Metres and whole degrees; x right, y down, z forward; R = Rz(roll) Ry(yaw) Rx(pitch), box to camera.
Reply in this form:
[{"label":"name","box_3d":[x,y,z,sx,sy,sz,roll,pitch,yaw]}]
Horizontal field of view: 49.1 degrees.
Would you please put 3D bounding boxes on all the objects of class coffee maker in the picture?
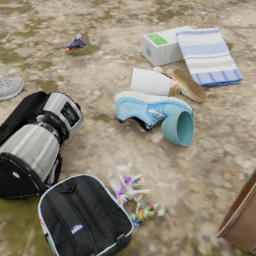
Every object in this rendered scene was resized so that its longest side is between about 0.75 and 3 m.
[{"label":"coffee maker","box_3d":[-2.834,0.337,7.485,2.615,1.833,2.722,6,40,13]}]

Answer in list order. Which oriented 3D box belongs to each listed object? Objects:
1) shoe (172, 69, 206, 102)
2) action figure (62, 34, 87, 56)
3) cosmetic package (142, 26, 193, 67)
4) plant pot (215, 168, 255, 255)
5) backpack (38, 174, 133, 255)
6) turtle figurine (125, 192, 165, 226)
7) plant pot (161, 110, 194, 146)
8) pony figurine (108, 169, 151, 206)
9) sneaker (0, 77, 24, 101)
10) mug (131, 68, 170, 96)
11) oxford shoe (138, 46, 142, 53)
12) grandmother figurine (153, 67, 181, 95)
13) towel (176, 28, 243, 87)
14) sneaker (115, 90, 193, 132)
[{"label":"shoe","box_3d":[2.272,-1.534,10.551,0.616,0.470,1.761,-21,58,-26]},{"label":"action figure","box_3d":[-2.477,-3.703,12.338,0.631,1.166,1.205,56,31,3]},{"label":"cosmetic package","box_3d":[1.957,-3.665,12.486,2.380,1.010,1.281,-20,47,-19]},{"label":"plant pot","box_3d":[3.500,1.887,5.520,2.514,2.540,2.540,34,52,22]},{"label":"backpack","box_3d":[-0.961,1.996,5.961,1.655,1.403,1.864,-27,60,-26]},{"label":"turtle figurine","box_3d":[0.434,1.870,6.665,0.806,0.598,0.831,-2,72,-23]},{"label":"plant pot","box_3d":[1.449,0.011,8.573,0.719,1.067,1.067,0,35,40]},{"label":"pony figurine","box_3d":[-0.020,1.497,7.099,0.957,0.797,0.923,-14,62,-26]},{"label":"sneaker","box_3d":[-4.748,-1.449,10.160,0.775,0.850,2.073,30,48,29]},{"label":"mug","box_3d":[0.799,-1.528,10.215,1.335,1.124,1.522,8,12,0]},{"label":"oxford shoe","box_3d":[0.705,-3.805,13.225,0.305,0.234,0.810,23,49,19]},{"label":"grandmother figurine","box_3d":[1.457,-1.884,10.937,0.976,0.488,1.610,6,37,-35]},{"label":"towel","box_3d":[3.262,-2.946,11.398,2.098,0.340,2.857,-7,64,-13]},{"label":"sneaker","box_3d":[0.829,-0.421,9.145,2.637,1.033,1.186,6,81,-10]}]
